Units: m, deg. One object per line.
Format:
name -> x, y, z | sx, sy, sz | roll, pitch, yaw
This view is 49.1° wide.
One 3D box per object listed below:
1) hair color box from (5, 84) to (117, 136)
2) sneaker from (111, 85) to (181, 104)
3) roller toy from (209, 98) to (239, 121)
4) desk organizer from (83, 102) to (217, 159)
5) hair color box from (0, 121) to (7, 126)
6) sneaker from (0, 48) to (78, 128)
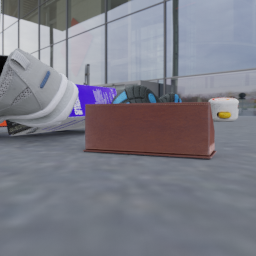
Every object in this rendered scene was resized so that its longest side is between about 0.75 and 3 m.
hair color box -> -1.151, -0.369, 5.445 | 1.155, 0.685, 2.113 | -17, -2, 27
sneaker -> 0.352, -0.281, 6.261 | 1.074, 0.960, 2.623 | -20, -11, 31
roller toy -> 4.833, -0.898, 14.184 | 1.462, 1.120, 1.602 | -10, 15, -27
desk organizer -> 0.207, 0.002, 2.815 | 1.278, 0.492, 0.458 | 1, 3, 23
hair color box -> -4.000, -0.343, 8.507 | 1.900, 0.607, 1.054 | -4, 4, -36
sneaker -> -2.063, -0.633, 3.994 | 2.777, 1.038, 1.139 | -4, -35, 27
